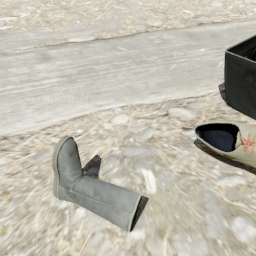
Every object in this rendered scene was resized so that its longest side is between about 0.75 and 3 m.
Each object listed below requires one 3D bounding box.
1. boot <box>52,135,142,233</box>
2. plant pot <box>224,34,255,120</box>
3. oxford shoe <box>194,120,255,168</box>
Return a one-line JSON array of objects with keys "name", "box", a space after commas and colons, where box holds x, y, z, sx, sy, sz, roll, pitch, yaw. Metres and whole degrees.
[{"name": "boot", "box": [-0.549, 1.003, 5.020, 1.652, 1.502, 0.599, 19, 32, 24]}, {"name": "plant pot", "box": [3.761, -1.251, 7.500, 1.928, 1.715, 1.933, -30, 48, -30]}, {"name": "oxford shoe", "box": [2.583, 0.419, 5.429, 2.809, 0.990, 1.051, 11, 3, 43]}]
